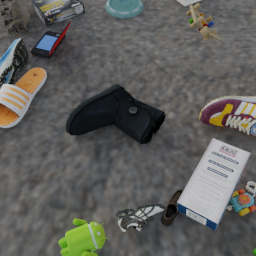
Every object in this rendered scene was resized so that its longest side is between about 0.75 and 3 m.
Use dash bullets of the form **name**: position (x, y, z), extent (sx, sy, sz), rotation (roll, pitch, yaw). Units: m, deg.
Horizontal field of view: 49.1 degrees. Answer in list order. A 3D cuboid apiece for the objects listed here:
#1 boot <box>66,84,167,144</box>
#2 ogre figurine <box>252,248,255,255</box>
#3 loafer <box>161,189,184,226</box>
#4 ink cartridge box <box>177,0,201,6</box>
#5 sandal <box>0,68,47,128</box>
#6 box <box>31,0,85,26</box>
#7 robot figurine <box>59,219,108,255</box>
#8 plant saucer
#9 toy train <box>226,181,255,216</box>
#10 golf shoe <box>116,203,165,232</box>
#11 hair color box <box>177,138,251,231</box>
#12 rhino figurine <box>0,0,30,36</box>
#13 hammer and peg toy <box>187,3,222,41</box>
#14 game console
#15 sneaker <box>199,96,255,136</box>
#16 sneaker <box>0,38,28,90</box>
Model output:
- **boot**: position (-0.315, -0.185, 8.491), extent (2.115, 0.961, 2.517), rotation (35, 56, 26)
- **ogre figurine**: position (3.075, 3.364, 5.958), extent (2.432, 1.193, 1.458), rotation (-16, 44, -25)
- **loafer**: position (1.237, 2.047, 7.319), extent (0.397, 0.388, 1.087), rotation (25, 59, 16)
- **ink cartridge box**: position (2.653, -6.856, 13.097), extent (1.659, 0.958, 2.280), rotation (-27, 60, -17)
- **sandal**: position (-3.699, -1.265, 9.351), extent (1.059, 0.792, 2.766), rotation (15, 57, 10)
- **box**: position (-3.082, -5.355, 12.373), extent (1.874, 0.453, 1.484), rotation (-27, 60, -18)
- **robot figurine**: position (-1.056, 2.686, 6.716), extent (1.133, 0.655, 0.994), rotation (-19, 48, -12)
- **plant saucer**: position (-0.167, -5.572, 12.666), extent (1.751, 0.240, 1.751), rotation (0, 55, 1)
- **toy train**: position (2.651, 1.612, 7.562), extent (1.747, 0.486, 1.312), rotation (14, 57, 10)
- **golf shoe**: position (0.359, 2.290, 7.172), extent (1.274, 0.495, 0.602), rotation (-12, 73, -5)
- **hair color box**: position (2.183, 1.372, 7.109), extent (1.046, 0.633, 2.092), rotation (25, 62, 25)
- **rhino figurine**: position (-4.699, -4.715, 11.762), extent (1.121, 0.766, 2.563), rotation (-13, 58, -9)
- **hammer and peg toy**: position (2.183, -2.932, 8.128), extent (0.934, 0.448, 1.269), rotation (26, 46, -35)
- **game console**: position (-3.001, -3.499, 10.852), extent (1.254, 0.864, 1.455), rotation (15, 56, 10)
- **sneaker**: position (3.545, -0.305, 8.581), extent (2.605, 0.976, 1.174), rotation (-7, 50, -4)
- **sneaker**: position (-4.465, -2.412, 10.092), extent (1.064, 0.927, 2.365), rotation (10, 56, 10)
